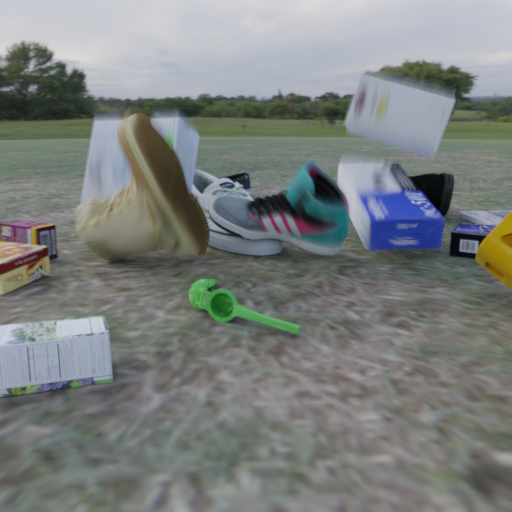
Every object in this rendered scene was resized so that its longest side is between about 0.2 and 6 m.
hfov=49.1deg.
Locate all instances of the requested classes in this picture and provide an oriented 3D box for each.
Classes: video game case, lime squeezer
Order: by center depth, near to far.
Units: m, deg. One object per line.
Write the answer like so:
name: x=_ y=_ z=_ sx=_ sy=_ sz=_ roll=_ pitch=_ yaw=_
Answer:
lime squeezer: x=-0.373 y=0.603 z=6.900 sx=0.764 sy=0.408 sz=2.163 roll=27 pitch=-3 yaw=-33
video game case: x=5.400 y=-0.794 z=12.314 sx=1.320 sy=0.167 sz=1.449 roll=-1 pitch=14 yaw=-5

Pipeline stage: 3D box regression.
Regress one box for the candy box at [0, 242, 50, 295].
candy box: x=-4.068 y=0.117 z=8.234 sx=1.727 sy=0.478 sz=0.997 roll=6 pitch=17 yaw=19

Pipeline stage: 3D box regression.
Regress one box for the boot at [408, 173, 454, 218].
boot: x=3.256 y=-1.480 z=13.093 sx=2.007 sy=1.010 sz=2.685 roll=6 pitch=4 yaw=-4

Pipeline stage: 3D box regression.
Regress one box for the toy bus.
toy bus: x=3.540 y=0.282 z=6.580 sx=1.000 sy=1.827 sz=1.936 roll=-45 pitch=18 yaw=1

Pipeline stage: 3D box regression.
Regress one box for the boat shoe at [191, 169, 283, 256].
boat shoe: x=-0.671 y=-0.925 z=10.663 sx=1.199 sy=1.088 sz=3.259 roll=-11 pitch=24 yaw=-37

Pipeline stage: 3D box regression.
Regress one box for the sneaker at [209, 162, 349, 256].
sneaker: x=0.468 y=-0.886 z=9.036 sx=2.344 sy=1.415 sz=0.980 roll=12 pitch=41 yaw=-4

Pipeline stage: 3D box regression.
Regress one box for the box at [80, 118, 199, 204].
box: x=-2.009 y=-1.531 z=9.826 sx=1.742 sy=1.537 sz=0.842 roll=4 pitch=-9 yaw=21

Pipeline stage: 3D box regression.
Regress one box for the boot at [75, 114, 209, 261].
boot: x=-1.983 y=-0.888 z=8.476 sx=1.927 sy=2.479 sz=0.902 roll=-5 pitch=47 yaw=19

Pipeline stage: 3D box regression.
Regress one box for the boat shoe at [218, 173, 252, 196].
boat shoe: x=-1.314 y=-1.855 z=15.199 sx=2.535 sy=0.718 sz=0.870 roll=-7 pitch=17 yaw=-26

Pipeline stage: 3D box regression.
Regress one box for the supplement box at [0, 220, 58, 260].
supplement box: x=-3.848 y=-0.252 z=9.427 sx=0.916 sy=0.600 sz=0.473 roll=8 pitch=16 yaw=26

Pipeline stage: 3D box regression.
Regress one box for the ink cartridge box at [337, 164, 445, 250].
ink cartridge box: x=2.317 y=-0.963 z=10.135 sx=1.250 sy=0.588 sz=2.659 roll=-1 pitch=29 yaw=-3

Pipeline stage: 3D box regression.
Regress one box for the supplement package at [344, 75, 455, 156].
supplement package: x=2.333 y=-2.279 z=9.224 sx=1.511 sy=0.838 sz=1.177 roll=19 pitch=11 yaw=11

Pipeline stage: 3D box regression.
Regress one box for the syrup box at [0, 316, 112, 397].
syrup box: x=-1.998 y=0.921 z=5.151 sx=1.261 sy=0.513 sz=0.496 roll=-5 pitch=16 yaw=-19

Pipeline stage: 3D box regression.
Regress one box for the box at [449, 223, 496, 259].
box: x=3.774 y=-0.263 z=9.732 sx=0.644 sy=0.454 sz=0.871 roll=7 pitch=17 yaw=28
